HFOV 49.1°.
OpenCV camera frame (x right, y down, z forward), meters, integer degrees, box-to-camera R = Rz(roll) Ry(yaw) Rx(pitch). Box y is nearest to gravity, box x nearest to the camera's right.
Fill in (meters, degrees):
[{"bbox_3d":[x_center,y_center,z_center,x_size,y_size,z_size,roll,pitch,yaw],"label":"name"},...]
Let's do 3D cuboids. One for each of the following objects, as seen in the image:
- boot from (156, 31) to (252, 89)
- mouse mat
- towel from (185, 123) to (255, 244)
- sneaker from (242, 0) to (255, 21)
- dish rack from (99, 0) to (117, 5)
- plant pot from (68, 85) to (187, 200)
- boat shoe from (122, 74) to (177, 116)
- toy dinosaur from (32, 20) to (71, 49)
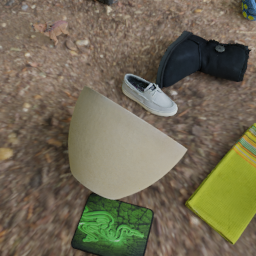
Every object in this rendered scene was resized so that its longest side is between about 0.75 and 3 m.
[{"bbox_3d":[2.260,-1.838,8.142,2.220,1.009,2.642,21,51,19],"label":"boot"},{"bbox_3d":[-0.299,2.110,5.918,1.529,0.058,1.230,12,55,10],"label":"mouse mat"},{"bbox_3d":[2.709,1.117,6.497,1.276,0.268,2.966,37,63,24],"label":"towel"},{"bbox_3d":[4.810,-4.906,10.443,1.026,0.878,2.476,7,51,13],"label":"sneaker"},{"bbox_3d":[-0.670,-5.612,11.210,1.363,0.485,1.776,33,60,20],"label":"dish rack"},{"bbox_3d":[-0.280,0.476,5.913,2.497,2.497,1.677,33,92,22],"label":"plant pot"},{"bbox_3d":[0.568,-0.946,7.747,1.783,0.635,0.622,31,60,20],"label":"boat shoe"},{"bbox_3d":[-2.386,-3.300,9.260,0.592,0.935,1.380,33,60,21],"label":"toy dinosaur"}]
